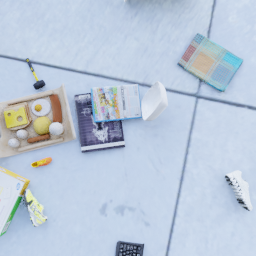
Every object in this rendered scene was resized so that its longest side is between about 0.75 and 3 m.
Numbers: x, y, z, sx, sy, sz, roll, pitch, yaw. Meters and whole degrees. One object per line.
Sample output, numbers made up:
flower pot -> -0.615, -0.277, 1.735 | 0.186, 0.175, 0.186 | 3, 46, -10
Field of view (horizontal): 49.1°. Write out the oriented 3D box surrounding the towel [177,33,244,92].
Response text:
towel -> 3.229, -2.561, 10.938 | 2.148, 0.233, 1.575 | 32, 86, 2

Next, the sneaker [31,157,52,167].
sneaker -> -3.273, 1.326, 10.626 | 0.813, 0.313, 0.297 | -22, 85, -3

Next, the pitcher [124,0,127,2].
pitcher -> 1.130, -6.242, 10.390 | 2.986, 1.810, 2.562 | -7, 99, 7

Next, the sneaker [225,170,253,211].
sneaker -> 4.278, 2.332, 10.452 | 0.640, 0.593, 1.579 | -26, 87, -10

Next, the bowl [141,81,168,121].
bowl -> 1.007, -0.923, 10.281 | 0.466, 1.247, 1.246 | 21, 42, -24

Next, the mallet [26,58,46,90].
mallet -> -3.721, -2.098, 10.924 | 0.442, 0.276, 1.342 | -34, 82, 2

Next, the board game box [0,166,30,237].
board game box -> -5.462, 2.364, 10.406 | 2.887, 0.582, 2.209 | 25, 86, 2

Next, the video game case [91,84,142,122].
video game case -> -0.439, -0.947, 10.669 | 1.835, 0.163, 1.313 | -6, 86, -9

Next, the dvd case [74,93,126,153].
dvd case -> -1.084, -0.269, 10.796 | 1.694, 0.182, 2.279 | -8, 86, -2

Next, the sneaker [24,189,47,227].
sneaker -> -3.466, 2.921, 10.453 | 0.549, 0.542, 1.437 | -20, 96, -10

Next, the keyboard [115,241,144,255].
keyboard -> 0.145, 5.472, 10.345 | 1.438, 0.307, 2.395 | 7, 87, 0

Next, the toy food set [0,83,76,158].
toy food set -> -3.569, -0.281, 10.433 | 2.986, 0.902, 2.143 | -14, 86, -1
